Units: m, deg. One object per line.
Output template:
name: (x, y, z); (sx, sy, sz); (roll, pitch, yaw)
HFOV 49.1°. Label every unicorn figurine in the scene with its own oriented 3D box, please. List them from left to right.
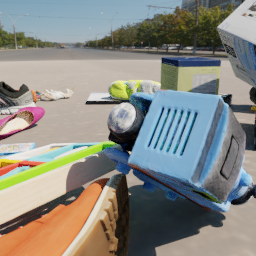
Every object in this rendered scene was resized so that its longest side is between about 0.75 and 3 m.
unicorn figurine: (-3.102, -1.485, 12.374); (0.993, 0.534, 1.445); (16, 35, 18)

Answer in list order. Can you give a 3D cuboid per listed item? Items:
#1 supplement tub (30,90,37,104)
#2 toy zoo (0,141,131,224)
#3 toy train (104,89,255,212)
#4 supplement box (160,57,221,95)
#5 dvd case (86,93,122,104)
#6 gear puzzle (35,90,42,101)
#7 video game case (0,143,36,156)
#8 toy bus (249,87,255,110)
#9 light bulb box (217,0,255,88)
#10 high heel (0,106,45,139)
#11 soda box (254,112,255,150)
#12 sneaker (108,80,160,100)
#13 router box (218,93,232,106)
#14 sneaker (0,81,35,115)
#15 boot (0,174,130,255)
supplement tub: (-4.126, -1.125, 10.675); (1.113, 0.682, 0.682); (-13, 21, -35)
toy zoo: (-1.513, 0.626, 4.302); (1.920, 0.299, 2.926); (-20, 9, -40)
toy train: (0.741, 0.405, 3.321); (1.337, 1.015, 2.341); (14, -16, 40)
supplement box: (1.857, -1.224, 8.830); (1.276, 1.899, 1.901); (-2, 17, -8)
dvd case: (-0.984, -1.301, 12.174); (1.428, 0.176, 2.001); (-1, 16, -2)
gear puzzle: (-5.191, -1.431, 12.274); (2.758, 0.361, 1.429); (-3, 17, -10)
video game case: (-2.538, 0.475, 6.334); (0.794, 0.071, 0.568); (-2, 16, -9)
toy bus: (5.555, -1.563, 9.496); (2.251, 2.344, 1.591); (22, 30, 37)
light bulb box: (3.400, -1.726, 6.398); (1.971, 1.241, 1.988); (42, 5, -46)
high heel: (-2.882, -0.179, 7.453); (1.794, 0.604, 0.861); (-22, 17, -41)
soda box: (3.704, -0.134, 7.130); (0.880, 0.787, 2.486); (7, 17, 22)
sneaker: (0.501, -1.572, 11.629); (2.521, 0.955, 1.324); (10, 13, 8)
router box: (2.915, -1.092, 10.914); (1.871, 0.478, 1.395); (11, 20, 33)
sneaker: (-4.533, -1.057, 9.656); (2.564, 1.122, 0.946); (-2, 17, -8)
boot: (-0.790, 1.150, 2.606); (1.401, 0.980, 2.612); (0, 16, 19)
